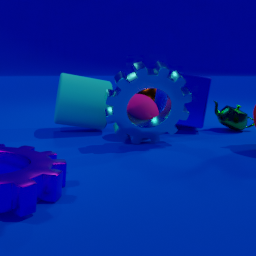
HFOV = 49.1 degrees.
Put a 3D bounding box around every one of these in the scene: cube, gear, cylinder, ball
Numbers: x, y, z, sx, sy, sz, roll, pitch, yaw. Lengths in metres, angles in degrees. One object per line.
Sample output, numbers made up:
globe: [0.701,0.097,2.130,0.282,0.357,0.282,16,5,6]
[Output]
cube: [1.476,-0.810,7.997,1.366,1.366,1.366,9,6,6]
gear: [0.423,-0.492,6.027,1.844,1.844,0.341,-2,34,-10]
gear: [-1.857,0.627,3.772,1.972,0.365,1.972,5,10,-1]
cylinder: [-1.224,-0.696,7.551,1.343,1.343,1.343,8,9,-17]
ball: [0.826,-0.899,9.519,1.251,1.251,1.251,0,12,0]
ball: [0.232,-0.308,6.988,1.075,1.075,1.075,0,12,0]

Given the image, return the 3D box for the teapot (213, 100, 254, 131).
teapot: [2.906,-0.350,7.799,1.348,0.660,0.838,23,17,2]

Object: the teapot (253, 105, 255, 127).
teapot: [3.227,-0.270,5.659,1.283,1.010,2.064,-10,60,-34]
